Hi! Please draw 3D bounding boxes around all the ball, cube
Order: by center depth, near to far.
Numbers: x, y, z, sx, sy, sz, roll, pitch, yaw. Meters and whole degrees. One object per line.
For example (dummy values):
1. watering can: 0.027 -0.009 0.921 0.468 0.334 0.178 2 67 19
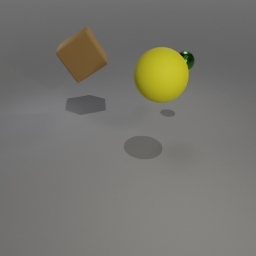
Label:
1. ball: 0.843 -1.351 7.212 1.400 1.400 1.400 0 29 0
2. ball: 2.044 -2.407 10.084 0.700 0.700 0.700 0 29 0
3. cube: -1.772 -2.881 10.925 1.400 1.400 1.400 -30 28 10
